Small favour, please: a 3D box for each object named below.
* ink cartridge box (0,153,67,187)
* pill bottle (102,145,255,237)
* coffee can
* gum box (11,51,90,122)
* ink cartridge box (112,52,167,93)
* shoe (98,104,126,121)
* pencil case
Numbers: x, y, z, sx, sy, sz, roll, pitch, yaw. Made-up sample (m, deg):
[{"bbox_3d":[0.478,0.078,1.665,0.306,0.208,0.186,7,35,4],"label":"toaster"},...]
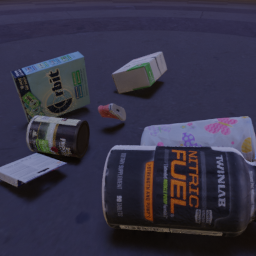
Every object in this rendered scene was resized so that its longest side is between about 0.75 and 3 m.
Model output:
[{"bbox_3d":[-2.254,0.993,6.566,1.196,0.259,1.174,12,22,35],"label":"ink cartridge box"},{"bbox_3d":[1.128,1.096,5.079,2.944,1.564,1.564,0,30,11],"label":"pill bottle"},{"bbox_3d":[-1.822,0.219,7.439,1.364,0.998,0.998,6,31,11],"label":"coffee can"},{"bbox_3d":[-2.309,-1.223,8.799,2.130,1.810,0.475,-26,48,-24],"label":"gum box"},{"bbox_3d":[0.531,-2.272,11.335,1.497,0.862,2.051,-8,24,32],"label":"ink cartridge box"},{"bbox_3d":[-0.473,-0.471,8.542,0.495,0.389,1.089,-4,-14,23],"label":"shoe"},{"bbox_3d":[1.568,0.394,6.419,2.568,1.067,1.165,-7,41,20],"label":"pencil case"}]
